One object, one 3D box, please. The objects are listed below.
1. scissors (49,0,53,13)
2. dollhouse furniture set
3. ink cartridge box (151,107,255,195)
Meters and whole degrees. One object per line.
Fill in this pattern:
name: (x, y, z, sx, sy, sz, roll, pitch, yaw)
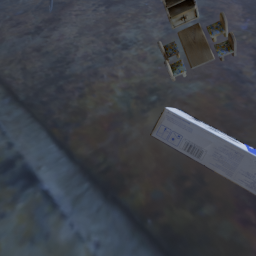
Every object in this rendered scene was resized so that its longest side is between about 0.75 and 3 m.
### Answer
scissors: (-2.230, -4.473, 8.064, 0.154, 2.209, 0.808, 35, 28, 18)
dollhouse furniture set: (1.343, -2.180, 6.131, 1.502, 1.138, 1.714, -21, 69, 15)
ink cartridge box: (1.464, 0.404, 4.023, 2.171, 0.480, 1.021, 30, 12, 16)
